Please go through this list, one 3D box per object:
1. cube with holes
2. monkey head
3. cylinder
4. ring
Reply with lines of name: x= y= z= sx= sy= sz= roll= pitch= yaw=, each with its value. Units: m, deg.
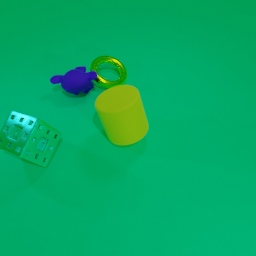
cube with holes: x=-2.636 y=0.298 z=7.445 sx=1.028 sy=1.028 sz=1.028 roll=15 pitch=75 yaw=27
monkey head: x=-1.707 y=-1.693 z=9.356 sx=1.614 sy=0.972 sz=1.161 roll=-4 pitch=72 yaw=11
cylinder: x=-0.154 y=-0.366 z=7.932 sx=1.250 sy=1.250 sz=1.250 roll=-12 pitch=39 yaw=10
ring: x=-0.678 y=-2.009 z=9.988 sx=1.384 sy=0.277 sz=1.384 roll=10 pitch=60 yaw=-17
